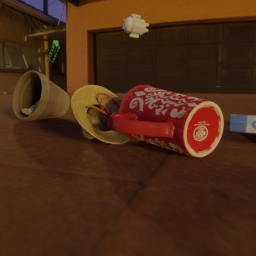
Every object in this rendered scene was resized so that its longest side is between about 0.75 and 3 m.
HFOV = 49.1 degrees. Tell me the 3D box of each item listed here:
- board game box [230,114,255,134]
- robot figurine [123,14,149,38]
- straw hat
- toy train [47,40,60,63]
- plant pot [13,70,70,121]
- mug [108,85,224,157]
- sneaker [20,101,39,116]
[{"bbox_3d":[4.808,-0.022,8.929,2.680,0.584,2.693,4,0,27],"label":"board game box"},{"bbox_3d":[0.273,-3.996,10.998,1.063,0.901,0.600,4,1,-23],"label":"robot figurine"},{"bbox_3d":[-1.036,-0.201,9.476,2.523,2.523,1.068,-11,-27,-49],"label":"straw hat"},{"bbox_3d":[-3.954,-3.999,14.715,0.366,0.495,1.756,-2,-15,-28],"label":"toy train"},{"bbox_3d":[-4.343,-1.458,14.571,2.506,2.506,2.174,7,-5,37],"label":"plant pot"},{"bbox_3d":[0.974,-0.049,7.956,2.399,1.803,2.703,-38,31,-21],"label":"mug"},{"bbox_3d":[-4.535,-1.145,14.447,0.811,0.935,2.110,19,22,42],"label":"sneaker"}]
